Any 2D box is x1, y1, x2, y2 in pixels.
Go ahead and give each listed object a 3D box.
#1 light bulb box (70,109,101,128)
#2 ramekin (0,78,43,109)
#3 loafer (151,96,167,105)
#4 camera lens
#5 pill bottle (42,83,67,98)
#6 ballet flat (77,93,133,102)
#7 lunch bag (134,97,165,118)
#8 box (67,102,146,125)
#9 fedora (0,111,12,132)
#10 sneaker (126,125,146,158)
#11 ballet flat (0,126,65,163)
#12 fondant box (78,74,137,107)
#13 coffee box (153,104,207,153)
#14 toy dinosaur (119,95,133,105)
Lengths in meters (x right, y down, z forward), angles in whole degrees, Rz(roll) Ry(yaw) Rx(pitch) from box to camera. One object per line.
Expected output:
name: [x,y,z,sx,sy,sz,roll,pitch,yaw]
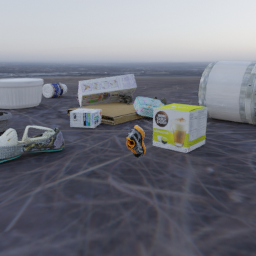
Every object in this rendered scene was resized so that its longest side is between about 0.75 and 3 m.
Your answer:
light bulb box: [-1.383,-0.339,9.293,0.828,0.517,0.821,3,13,11]
ramekin: [-5.446,-1.701,13.522,2.716,1.265,2.716,0,14,0]
loafer: [1.247,-1.327,13.676,1.341,0.467,0.504,3,13,12]
camera lens: [3.928,-1.249,9.745,2.609,2.087,2.087,12,18,38]
pill bottle: [-4.444,-2.328,17.191,0.833,0.833,1.501,7,15,27]
ballet flat: [-1.174,-1.510,13.902,2.728,0.943,0.971,-3,-13,-11]
lunch bag: [0.866,-0.740,10.366,1.197,0.461,0.960,8,28,-19]
box: [-0.493,-0.670,11.157,2.433,0.317,2.976,11,17,37]
fedora: [-4.112,-0.149,8.277,1.348,0.609,1.192,0,14,-8]
sneaker: [0.123,0.313,5.359,0.326,0.844,0.330,-39,53,-25]
ballet flat: [-2.360,0.302,6.220,1.952,0.702,0.702,-10,17,-37]
fondant box: [-0.976,-1.644,12.557,2.410,0.702,1.739,-11,-10,-14]
coffee box: [1.294,-0.048,6.983,0.995,0.985,0.997,10,17,38]
toy dinosaur: [-0.034,-1.262,12.226,0.595,0.448,1.164,-8,8,-17]
